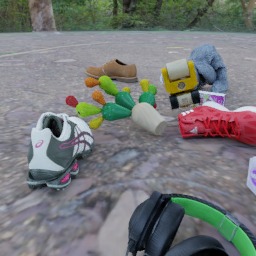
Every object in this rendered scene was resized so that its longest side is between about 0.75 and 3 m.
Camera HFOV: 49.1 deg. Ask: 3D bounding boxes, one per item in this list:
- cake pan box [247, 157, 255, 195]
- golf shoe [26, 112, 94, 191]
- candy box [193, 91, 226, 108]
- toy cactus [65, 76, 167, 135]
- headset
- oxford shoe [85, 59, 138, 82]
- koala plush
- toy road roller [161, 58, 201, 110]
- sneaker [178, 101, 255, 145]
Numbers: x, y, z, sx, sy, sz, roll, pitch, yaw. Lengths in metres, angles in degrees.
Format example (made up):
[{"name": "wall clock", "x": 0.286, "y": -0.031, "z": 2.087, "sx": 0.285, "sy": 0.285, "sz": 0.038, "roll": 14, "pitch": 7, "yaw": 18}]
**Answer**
[{"name": "cake pan box", "x": 3.735, "y": 1.230, "z": 4.340, "sx": 2.624, "sy": 0.745, "sz": 2.849, "roll": -2, "pitch": 23, "yaw": -10}, {"name": "golf shoe", "x": -1.388, "y": 0.158, "z": 6.225, "sx": 1.107, "sy": 1.263, "sz": 2.869, "roll": -1, "pitch": 22, "yaw": 1}, {"name": "candy box", "x": 2.666, "y": -0.833, "z": 9.253, "sx": 0.980, "sy": 0.668, "sz": 0.299, "roll": 12, "pitch": 25, "yaw": 28}, {"name": "toy cactus", "x": -0.006, "y": -0.501, "z": 7.721, "sx": 2.895, "sy": 1.481, "sz": 2.389, "roll": -8, "pitch": 37, "yaw": -44}, {"name": "headset", "x": 0.511, "y": 1.642, "z": 3.444, "sx": 2.616, "sy": 1.229, "sz": 1.615, "roll": 1, "pitch": 25, "yaw": -39}, {"name": "oxford shoe", "x": -0.836, "y": -2.891, "z": 13.713, "sx": 2.843, "sy": 1.013, "sz": 1.014, "roll": 8, "pitch": 26, "yaw": 22}, {"name": "koala plush", "x": 2.496, "y": -2.104, "z": 11.014, "sx": 2.191, "sy": 2.013, "sz": 1.943, "roll": -23, "pitch": 30, "yaw": -20}, {"name": "toy road roller", "x": 1.602, "y": -1.362, "z": 8.634, "sx": 0.934, "sy": 1.521, "sz": 1.110, "roll": -14, "pitch": 20, "yaw": 9}, {"name": "sneaker", "x": 2.272, "y": 0.056, "z": 7.082, "sx": 1.533, "sy": 1.040, "sz": 2.653, "roll": -20, "pitch": 16, "yaw": -21}]
